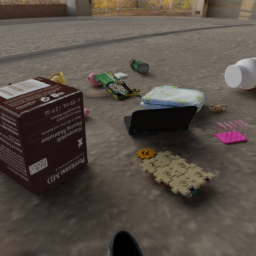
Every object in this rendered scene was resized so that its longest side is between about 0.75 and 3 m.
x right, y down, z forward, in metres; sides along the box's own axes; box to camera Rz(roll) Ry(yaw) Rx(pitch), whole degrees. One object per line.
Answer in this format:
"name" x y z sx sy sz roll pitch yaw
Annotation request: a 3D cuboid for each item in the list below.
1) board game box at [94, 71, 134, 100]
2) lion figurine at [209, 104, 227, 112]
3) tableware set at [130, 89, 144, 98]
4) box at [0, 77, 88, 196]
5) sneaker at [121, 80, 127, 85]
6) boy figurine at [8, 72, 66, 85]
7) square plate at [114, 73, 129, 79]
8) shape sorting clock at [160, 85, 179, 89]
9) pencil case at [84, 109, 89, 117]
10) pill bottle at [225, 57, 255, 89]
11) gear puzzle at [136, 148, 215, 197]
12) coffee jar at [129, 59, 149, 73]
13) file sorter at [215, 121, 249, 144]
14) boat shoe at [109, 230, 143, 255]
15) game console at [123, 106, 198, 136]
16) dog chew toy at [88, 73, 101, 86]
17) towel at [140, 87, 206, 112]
"board game box" -0.758 -2.259 14.655 1.092 0.244 2.084 -23 53 -32
"lion figurine" 4.103 -0.929 12.771 0.555 0.329 0.907 15 17 40
"tableware set" 0.400 -1.853 14.601 0.709 0.161 1.052 10 30 19
"box" -2.697 0.100 8.326 2.106 2.564 2.127 21 35 33
"sneaker" -0.701 -2.311 15.210 1.175 0.447 0.849 14 39 9
"boy figurine" -4.419 -2.119 14.320 2.904 0.936 1.806 -24 33 -33
"square plate" -0.528 -3.229 17.242 0.865 0.124 0.873 -24 36 -38
"shape sorting clock" 2.175 -2.007 14.776 1.296 0.254 1.296 2 20 -1
"pencil case" -1.969 -0.560 11.989 0.334 0.320 0.772 35 36 5
"pill bottle" 6.770 -2.975 15.161 2.909 1.615 1.615 -13 31 -23
"gear puzzle" 1.152 1.269 8.590 1.398 0.354 2.700 -22 32 -32
"coffee jar" 0.691 -4.049 18.214 0.791 0.647 1.517 -10 29 -24
"file sorter" 3.867 0.117 10.410 0.953 0.597 0.662 -8 28 -14
"boat shoe" 0.056 2.846 5.187 0.813 0.678 2.178 -4 29 -12
"game console" 1.144 -0.553 10.824 2.402 1.398 2.113 -5 28 -9
"dog chew toy" -1.650 -2.750 15.800 1.142 0.711 0.711 -4 27 -22
"towel" 2.104 -1.276 12.862 2.669 0.643 2.284 7 24 19
